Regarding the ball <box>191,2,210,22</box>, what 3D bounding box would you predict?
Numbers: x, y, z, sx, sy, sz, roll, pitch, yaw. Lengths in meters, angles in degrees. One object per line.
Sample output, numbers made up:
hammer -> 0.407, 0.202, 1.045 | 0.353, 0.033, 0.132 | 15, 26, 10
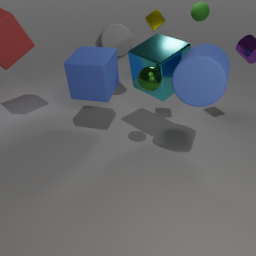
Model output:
ball -> 2.778, -4.476, 10.786 | 0.700, 0.700, 0.700 | 0, 30, 0

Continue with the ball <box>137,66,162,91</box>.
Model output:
ball -> 0.616, -1.392, 7.918 | 0.700, 0.700, 0.700 | 0, 30, 0

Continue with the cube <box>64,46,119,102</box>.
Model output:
cube -> -1.196, -1.892, 9.744 | 1.400, 1.400, 1.400 | 7, 40, 13

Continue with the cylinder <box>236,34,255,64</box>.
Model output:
cylinder -> 4.112, -2.641, 9.390 | 0.700, 0.700, 0.700 | -14, 55, -22

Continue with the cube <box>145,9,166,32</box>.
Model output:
cube -> 1.288, -5.121, 13.340 | 0.700, 0.700, 0.700 | -36, 8, 9

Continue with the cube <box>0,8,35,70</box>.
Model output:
cube -> -4.496, -3.189, 9.895 | 1.400, 1.400, 1.400 | -46, 52, -13

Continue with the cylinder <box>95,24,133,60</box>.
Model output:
cylinder -> -0.644, -3.731, 12.409 | 1.400, 1.400, 1.400 | -9, 8, -16

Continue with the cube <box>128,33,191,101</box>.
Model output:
cube -> 1.038, -1.975, 9.020 | 1.400, 1.400, 1.400 | -38, 49, -25

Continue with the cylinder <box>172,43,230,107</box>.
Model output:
cylinder -> 2.050, -1.488, 7.770 | 1.400, 1.400, 1.400 | 11, 32, 18
